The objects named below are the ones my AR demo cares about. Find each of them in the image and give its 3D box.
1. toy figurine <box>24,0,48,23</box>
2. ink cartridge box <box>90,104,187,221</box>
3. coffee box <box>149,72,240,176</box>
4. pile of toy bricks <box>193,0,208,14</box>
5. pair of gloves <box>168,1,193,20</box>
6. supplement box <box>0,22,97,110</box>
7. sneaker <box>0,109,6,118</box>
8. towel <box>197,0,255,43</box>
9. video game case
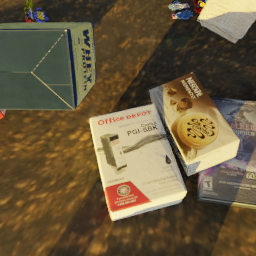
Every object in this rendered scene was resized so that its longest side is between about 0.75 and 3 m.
[{"bbox_3d":[-3.025,-3.737,9.378,0.675,0.594,1.126,0,59,-33],"label":"toy figurine"},{"bbox_3d":[0.144,0.725,6.464,1.672,0.944,2.278,-14,62,-7],"label":"ink cartridge box"},{"bbox_3d":[1.513,-0.148,6.788,1.244,0.878,2.200,-22,57,0],"label":"coffee box"},{"bbox_3d":[3.243,-4.282,9.244,2.111,1.042,1.171,-31,35,15],"label":"pile of toy bricks"},{"bbox_3d":[1.814,-4.074,9.661,0.748,0.106,0.931,-6,62,-4],"label":"pair of gloves"},{"bbox_3d":[-1.653,-1.210,5.066,1.845,1.239,1.843,1,24,5],"label":"supplement box"},{"bbox_3d":[-4.162,-1.012,7.484,1.399,0.886,2.488,-30,72,-11],"label":"sneaker"},{"bbox_3d":[3.295,-3.942,8.438,1.575,0.410,2.376,24,106,-7],"label":"towel"},{"bbox_3d":[2.815,0.517,6.992,2.059,0.273,2.882,7,62,4],"label":"video game case"}]
